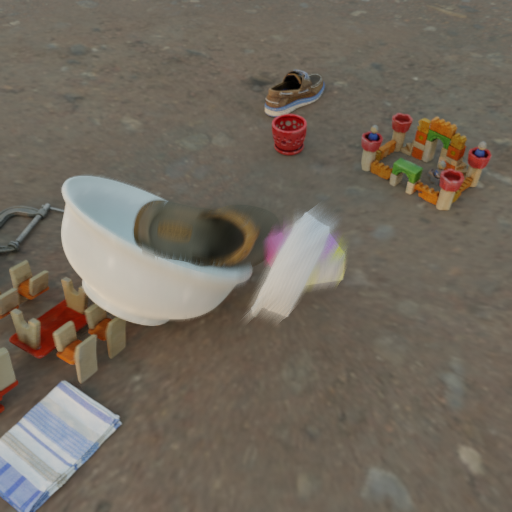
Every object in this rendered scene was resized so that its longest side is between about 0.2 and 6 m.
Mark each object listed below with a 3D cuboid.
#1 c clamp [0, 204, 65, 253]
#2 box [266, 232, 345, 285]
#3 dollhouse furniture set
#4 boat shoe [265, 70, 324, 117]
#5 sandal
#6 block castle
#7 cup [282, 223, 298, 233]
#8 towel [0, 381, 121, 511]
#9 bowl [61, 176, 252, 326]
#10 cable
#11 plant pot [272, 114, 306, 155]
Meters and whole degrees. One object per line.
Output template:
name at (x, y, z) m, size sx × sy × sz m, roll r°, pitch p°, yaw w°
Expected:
c clamp at (-4.733, -0.573, 11.216) m, size 1.418 × 0.225 × 1.660 m, roll 14°, pitch 46°, yaw 14°
box at (0.740, 0.013, 8.636) m, size 0.990 × 0.479 × 0.871 m, roll -7°, pitch 32°, yaw -12°
dollhouse furniture set at (-3.541, 1.363, 8.861) m, size 2.265 × 1.167 × 2.240 m, roll 23°, pitch 38°, yaw 22°
boat shoe at (1.093, -4.411, 14.721) m, size 0.792 × 0.794 × 2.193 m, roll 29°, pitch 51°, yaw 26°
sandal at (-0.552, -0.336, 8.359) m, size 2.623 × 1.072 × 0.716 m, roll 8°, pitch -1°, yaw -43°
block castle at (3.668, -2.214, 12.229) m, size 1.636 × 1.149 × 2.448 m, roll -34°, pitch 54°, yaw -30°
cup at (0.746, -0.191, 9.790) m, size 0.885 × 0.633 × 0.885 m, roll -10°, pitch 33°, yaw 7°
towel at (-2.953, 2.649, 7.942) m, size 1.277 × 0.207 × 1.739 m, roll 26°, pitch 50°, yaw 25°
bowl at (-1.806, 0.104, 9.161) m, size 3.289 × 1.478 × 3.289 m, roll 26°, pitch 14°, yaw -7°
cable at (0.485, 0.124, 7.131) m, size 0.461 × 1.333 × 1.333 m, roll 28°, pitch 50°, yaw 4°
plant pot at (0.763, -2.811, 13.134) m, size 0.805 × 0.733 × 0.805 m, roll 0°, pitch 44°, yaw 0°
